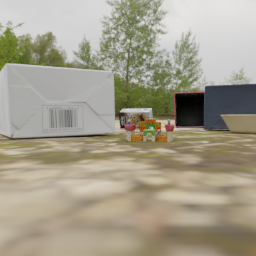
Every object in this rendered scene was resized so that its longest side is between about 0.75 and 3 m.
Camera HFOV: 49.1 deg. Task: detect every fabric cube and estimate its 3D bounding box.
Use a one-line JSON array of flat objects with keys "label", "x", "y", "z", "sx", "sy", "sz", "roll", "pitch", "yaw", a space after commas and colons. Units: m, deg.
[{"label": "fabric cube", "x": 2.472, "y": -0.665, "z": 10.873, "sx": 1.301, "sy": 1.326, "sz": 1.322, "roll": 0, "pitch": 0, "yaw": 11}]

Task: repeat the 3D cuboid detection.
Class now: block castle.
[{"label": "block castle", "x": 0.358, "y": 0.026, "z": 4.562, "sx": 0.778, "sy": 0.365, "sz": 0.520, "roll": 0, "pitch": 2, "yaw": 8}]

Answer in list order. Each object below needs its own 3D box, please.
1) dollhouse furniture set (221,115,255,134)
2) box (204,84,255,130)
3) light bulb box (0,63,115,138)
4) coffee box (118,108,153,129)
[{"label": "dollhouse furniture set", "x": 2.978, "y": -0.776, "z": 5.836, "sx": 2.087, "sy": 1.870, "sz": 2.634, "roll": -2, "pitch": 3, "yaw": -37}, {"label": "box", "x": 3.726, "y": -0.615, "z": 8.750, "sx": 2.276, "sy": 1.359, "sz": 2.315, "roll": 1, "pitch": 3, "yaw": 26}, {"label": "light bulb box", "x": -1.680, "y": -0.520, "z": 6.133, "sx": 2.111, "sy": 1.329, "sz": 2.130, "roll": -2, "pitch": 2, "yaw": -30}, {"label": "coffee box", "x": 0.263, "y": -0.308, "z": 9.239, "sx": 1.054, "sy": 0.596, "sz": 0.421, "roll": 0, "pitch": 21, "yaw": 19}]
